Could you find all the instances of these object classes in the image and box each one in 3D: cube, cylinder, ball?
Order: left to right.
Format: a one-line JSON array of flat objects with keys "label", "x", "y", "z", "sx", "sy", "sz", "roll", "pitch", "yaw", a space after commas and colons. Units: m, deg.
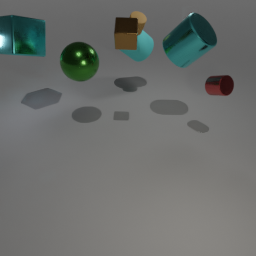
[{"label": "cube", "x": -4.223, "y": -3.579, "z": 11.030, "sx": 1.400, "sy": 1.400, "sz": 1.400, "roll": 15, "pitch": 18, "yaw": 39}, {"label": "ball", "x": -1.732, "y": -2.370, "z": 10.057, "sx": 1.400, "sy": 1.400, "sz": 1.400, "roll": 0, "pitch": 32, "yaw": 0}, {"label": "cube", "x": -0.051, "y": -2.958, "z": 8.804, "sx": 0.700, "sy": 0.700, "sz": 0.700, "roll": 2, "pitch": 64, "yaw": 1}, {"label": "cylinder", "x": 0.308, "y": -4.163, "z": 13.654, "sx": 1.400, "sy": 1.400, "sz": 1.400, "roll": 22, "pitch": 9, "yaw": -47}, {"label": "cylinder", "x": 0.341, "y": -4.347, "z": 11.674, "sx": 0.700, "sy": 0.700, "sz": 0.700, "roll": 8, "pitch": 61, "yaw": -14}, {"label": "cylinder", "x": 2.204, "y": -3.115, "z": 10.068, "sx": 1.400, "sy": 1.400, "sz": 1.400, "roll": 19, "pitch": 56, "yaw": -31}, {"label": "cylinder", "x": 3.167, "y": -1.472, "z": 9.720, "sx": 0.700, "sy": 0.700, "sz": 0.700, "roll": -17, "pitch": 15, "yaw": -25}]
